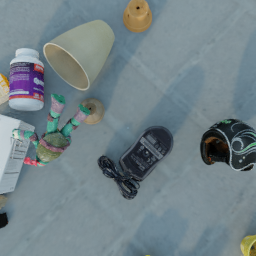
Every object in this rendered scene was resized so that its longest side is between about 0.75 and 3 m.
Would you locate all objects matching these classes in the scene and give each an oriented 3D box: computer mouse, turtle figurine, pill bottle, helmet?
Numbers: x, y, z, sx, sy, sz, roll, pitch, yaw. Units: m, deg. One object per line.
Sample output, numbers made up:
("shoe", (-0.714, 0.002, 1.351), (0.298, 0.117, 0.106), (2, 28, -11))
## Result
("computer mouse", (0.430, 0.998, 9.952), (2.737, 0.721, 1.895), (-42, 84, 5))
("turtle figurine", (-2.377, 0.291, 8.735), (2.607, 1.951, 1.312), (-53, 53, 18))
("pill bottle", (-3.622, -1.715, 10.050), (1.167, 1.167, 2.075), (-1, 82, 0))
("helmet", (3.371, 0.584, 9.035), (1.689, 1.772, 1.772), (-8, 81, -29))

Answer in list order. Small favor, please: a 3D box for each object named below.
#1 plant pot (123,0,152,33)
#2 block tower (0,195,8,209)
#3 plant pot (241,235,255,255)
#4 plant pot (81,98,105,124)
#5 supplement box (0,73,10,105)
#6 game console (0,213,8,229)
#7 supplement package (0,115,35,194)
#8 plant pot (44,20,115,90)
("plant pot", (0.365, -4.350, 10.632), (1.142, 0.800, 1.142), (0, 81, 1))
("block tower", (-5.138, 2.336, 9.687), (1.777, 0.514, 0.480), (20, 88, 9))
("plant pot", (4.296, 4.055, 9.239), (1.150, 1.082, 1.150), (0, 81, 1))
("plant pot", (-1.355, -0.655, 10.259), (0.987, 0.456, 0.987), (0, 82, -1))
("supplement box", (-4.991, -1.266, 10.315), (1.372, 0.504, 0.865), (-34, 82, -4))
("game console", (-4.737, 2.947, 9.875), (0.754, 0.154, 1.278), (-19, 81, -3))
("supplement package", (-4.449, 0.817, 9.526), (1.483, 1.465, 2.447), (15, 82, 2))
("plant pot", (-1.495, -2.813, 9.970), (2.006, 2.006, 2.142), (37, 68, 5))
